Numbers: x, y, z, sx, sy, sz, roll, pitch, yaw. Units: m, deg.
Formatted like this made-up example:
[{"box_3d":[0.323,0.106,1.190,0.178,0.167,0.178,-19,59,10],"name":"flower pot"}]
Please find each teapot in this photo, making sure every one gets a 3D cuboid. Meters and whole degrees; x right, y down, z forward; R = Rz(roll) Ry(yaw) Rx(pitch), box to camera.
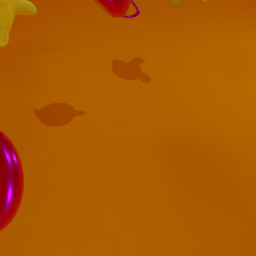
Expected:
[{"box_3d":[-0.338,-2.723,5.495,0.738,1.508,0.938,-48,30,9],"name":"teapot"}]

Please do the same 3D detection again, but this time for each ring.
[{"box_3d":[-2.150,0.730,3.975,1.626,0.325,1.626,0,90,23],"name":"ring"}]

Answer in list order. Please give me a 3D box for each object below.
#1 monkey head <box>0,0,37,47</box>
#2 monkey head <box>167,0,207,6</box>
[{"box_3d":[-2.013,-1.652,4.284,1.091,0.914,1.517,1,21,-42],"name":"monkey head"},{"box_3d":[1.447,-3.804,7.273,1.174,0.983,1.631,-26,89,-49],"name":"monkey head"}]
